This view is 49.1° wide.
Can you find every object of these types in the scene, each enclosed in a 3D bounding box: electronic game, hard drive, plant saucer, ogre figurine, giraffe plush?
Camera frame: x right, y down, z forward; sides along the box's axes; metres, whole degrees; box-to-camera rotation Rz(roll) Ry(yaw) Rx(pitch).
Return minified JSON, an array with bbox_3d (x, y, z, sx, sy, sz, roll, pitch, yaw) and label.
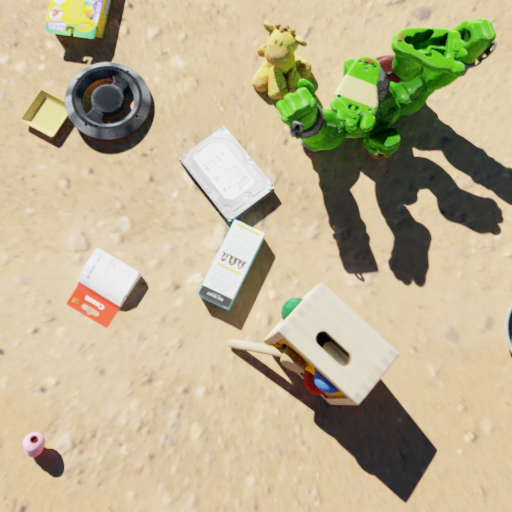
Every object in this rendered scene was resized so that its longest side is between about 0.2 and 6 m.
[{"bbox_3d":[-3.109,-3.250,11.772,1.770,0.368,1.770,1,78,-6],"label":"electronic game"},{"bbox_3d":[-0.600,-1.659,11.473,1.205,0.326,1.725,-36,81,-7],"label":"hard drive"},{"bbox_3d":[-4.384,-2.977,11.810,0.832,0.202,0.832,28,80,6],"label":"plant saucer"},{"bbox_3d":[2.321,-3.083,10.699,4.055,2.431,1.990,-43,86,-7],"label":"ogre figurine"},{"bbox_3d":[0.550,-4.136,11.532,1.289,1.211,1.494,0,78,0],"label":"giraffe plush"}]

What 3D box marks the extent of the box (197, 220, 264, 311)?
[{"bbox_3d":[-0.477,0.187,11.035,0.681,0.407,1.656,25,79,5],"label":"box"}]

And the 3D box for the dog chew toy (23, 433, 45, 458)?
[{"bbox_3d":[-4.076,3.495,10.263,0.377,0.605,0.377,12,46,-13],"label":"dog chew toy"}]

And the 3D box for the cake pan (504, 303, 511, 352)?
[{"bbox_3d":[5.623,1.465,10.811,1.765,0.324,1.765,0,78,0],"label":"cake pan"}]

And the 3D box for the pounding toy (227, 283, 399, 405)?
[{"bbox_3d":[0.894,1.654,10.037,2.252,2.073,1.601,42,74,4],"label":"pounding toy"}]

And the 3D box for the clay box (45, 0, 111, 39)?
[{"bbox_3d":[-3.807,-5.568,12.209,1.140,0.472,1.984,9,78,2],"label":"clay box"}]

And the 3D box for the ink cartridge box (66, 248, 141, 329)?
[{"bbox_3d":[-3.022,0.629,11.009,1.022,0.359,1.257,30,76,6],"label":"ink cartridge box"}]
